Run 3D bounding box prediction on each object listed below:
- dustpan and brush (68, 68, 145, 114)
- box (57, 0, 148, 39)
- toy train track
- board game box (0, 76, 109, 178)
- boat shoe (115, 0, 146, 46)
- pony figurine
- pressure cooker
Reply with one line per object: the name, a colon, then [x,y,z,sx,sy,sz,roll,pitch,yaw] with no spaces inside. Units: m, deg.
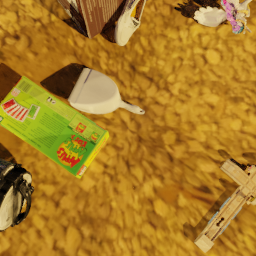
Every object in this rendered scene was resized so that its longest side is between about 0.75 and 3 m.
dustpan and brush: [-0.453,-0.779,7.450,1.908,0.546,1.331,15,57,5]
box: [-0.780,-4.080,7.553,2.246,1.845,1.864,-36,79,-8]
toy train track: [2.673,1.839,6.838,1.617,0.459,2.819,42,80,10]
board game box: [-1.965,-0.026,7.194,2.667,0.635,1.355,33,78,8]
boat shoe: [0.087,-2.888,7.581,0.501,0.509,1.436,42,117,38]
pony figurine: [2.875,-3.450,7.847,1.569,1.354,1.626,27,63,-3]
pressure cooker: [-3.023,1.453,6.362,1.766,1.554,1.578,20,74,4]
